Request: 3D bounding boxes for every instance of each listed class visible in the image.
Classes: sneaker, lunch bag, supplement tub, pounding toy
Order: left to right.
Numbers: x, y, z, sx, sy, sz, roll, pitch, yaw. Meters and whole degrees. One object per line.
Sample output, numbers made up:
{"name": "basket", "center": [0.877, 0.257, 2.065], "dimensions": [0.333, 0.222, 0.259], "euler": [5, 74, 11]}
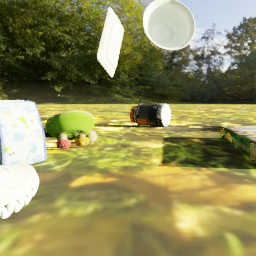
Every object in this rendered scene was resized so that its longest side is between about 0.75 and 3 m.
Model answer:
{"name": "sneaker", "center": [-1.235, 0.390, 1.974], "dimensions": [0.571, 0.616, 1.521], "euler": [3, 4, 26]}
{"name": "lunch bag", "center": [-1.547, 0.072, 3.773], "dimensions": [0.551, 0.864, 0.735], "euler": [4, 8, 28]}
{"name": "pounding toy", "center": [-1.013, 0.178, 5.195], "dimensions": [0.895, 0.538, 1.159], "euler": [-11, -23, -4]}
{"name": "supplement tub", "center": [0.715, -0.425, 9.170], "dimensions": [1.219, 0.747, 0.747], "euler": [4, 7, 31]}

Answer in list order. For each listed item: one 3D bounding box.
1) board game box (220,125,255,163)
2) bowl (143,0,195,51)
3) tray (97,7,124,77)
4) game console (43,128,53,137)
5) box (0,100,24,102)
{"name": "board game box", "center": [2.672, 0.235, 4.888], "dimensions": [1.563, 0.350, 2.982], "euler": [3, 6, 7]}
{"name": "bowl", "center": [1.176, -3.059, 8.677], "dimensions": [1.659, 1.659, 0.745], "euler": [-1, -8, -10]}
{"name": "tray", "center": [-0.607, -3.444, 11.233], "dimensions": [0.278, 2.510, 1.348], "euler": [0, -23, 23]}
{"name": "game console", "center": [-1.928, 0.094, 6.917], "dimensions": [1.548, 0.187, 0.913], "euler": [2, 6, 3]}
{"name": "box", "center": [-5.062, -0.656, 10.872], "dimensions": [1.727, 0.842, 1.074], "euler": [-6, 8, -44]}
